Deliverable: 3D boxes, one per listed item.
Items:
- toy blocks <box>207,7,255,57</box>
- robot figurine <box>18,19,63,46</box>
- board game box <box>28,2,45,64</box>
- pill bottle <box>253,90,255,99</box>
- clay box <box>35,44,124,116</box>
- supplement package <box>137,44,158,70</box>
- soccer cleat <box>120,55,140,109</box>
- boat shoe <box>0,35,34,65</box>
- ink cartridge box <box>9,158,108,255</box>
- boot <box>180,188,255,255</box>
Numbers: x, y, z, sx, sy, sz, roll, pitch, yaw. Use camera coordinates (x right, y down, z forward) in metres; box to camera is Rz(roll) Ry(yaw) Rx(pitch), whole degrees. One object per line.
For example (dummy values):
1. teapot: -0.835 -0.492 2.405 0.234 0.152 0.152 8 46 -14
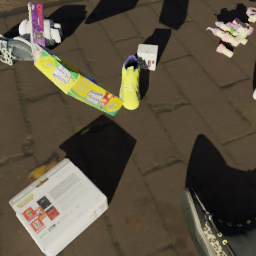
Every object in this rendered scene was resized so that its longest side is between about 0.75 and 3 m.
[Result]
1. toy blocks: 4.596 -4.468 12.450 1.503 1.786 1.669 40 63 19
2. robot figurine: -4.050 -4.364 12.785 1.999 1.129 1.695 2 51 2
3. board game box: -3.039 -3.228 9.293 0.465 1.730 2.882 -1 24 -21
4. pill bottle: 6.212 -1.200 10.187 2.778 1.556 1.556 31 59 20
5. clay box: -1.152 -1.068 6.571 1.294 2.253 0.536 40 99 29
6. supplement package: 0.823 -3.026 11.979 0.811 0.848 0.624 7 54 6
7. soccer cleat: 0.083 -1.821 10.971 0.799 1.034 2.471 1 54 1
8. boat shoe: -5.180 -3.383 12.079 2.979 1.115 0.921 21 55 17
9. ink cartridge box: -1.963 2.218 8.087 2.106 0.883 1.849 -37 62 -24
10. boot: 2.684 2.693 7.753 1.929 0.922 2.554 -13 60 -12
